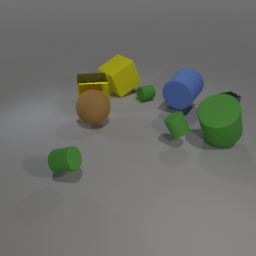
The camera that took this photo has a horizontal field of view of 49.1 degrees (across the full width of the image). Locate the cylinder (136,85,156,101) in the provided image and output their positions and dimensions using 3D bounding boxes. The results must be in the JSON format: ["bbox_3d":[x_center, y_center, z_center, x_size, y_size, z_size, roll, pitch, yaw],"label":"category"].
[{"bbox_3d":[0.883,-1.734,13.810,0.700,0.700,0.700,-15,32,-27],"label":"cylinder"}]

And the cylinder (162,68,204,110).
[{"bbox_3d":[2.440,-1.744,12.352,1.400,1.400,1.400,17,42,28],"label":"cylinder"}]

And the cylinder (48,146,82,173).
[{"bbox_3d":[-1.801,0.911,8.030,0.700,0.700,0.700,-11,23,24],"label":"cylinder"}]

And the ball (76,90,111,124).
[{"bbox_3d":[-1.401,-0.844,11.294,1.400,1.400,1.400,0,29,0],"label":"ball"}]

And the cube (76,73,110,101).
[{"bbox_3d":[-1.621,-1.664,13.006,1.400,1.400,1.400,-5,29,-9],"label":"cube"}]

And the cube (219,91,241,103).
[{"bbox_3d":[4.643,-1.211,12.915,0.700,0.700,0.700,-11,31,-19],"label":"cube"}]

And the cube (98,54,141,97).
[{"bbox_3d":[-0.433,-2.694,14.399,1.400,1.400,1.400,-39,42,-14],"label":"cube"}]

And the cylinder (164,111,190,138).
[{"bbox_3d":[1.721,-0.115,9.810,0.700,0.700,0.700,-27,15,8],"label":"cylinder"}]

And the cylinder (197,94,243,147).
[{"bbox_3d":[3.241,-0.240,9.809,1.400,1.400,1.400,-12,54,18],"label":"cylinder"}]
